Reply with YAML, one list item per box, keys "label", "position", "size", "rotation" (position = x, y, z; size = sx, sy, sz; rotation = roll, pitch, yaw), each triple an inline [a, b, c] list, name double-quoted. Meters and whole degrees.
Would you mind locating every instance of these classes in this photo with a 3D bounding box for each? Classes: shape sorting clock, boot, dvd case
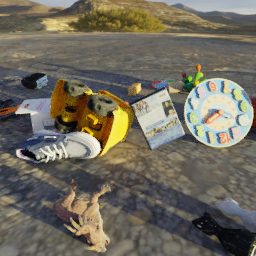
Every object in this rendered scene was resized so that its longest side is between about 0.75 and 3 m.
- label: "shape sorting clock"
  position: [2.947, -0.504, 9.074]
  size: [2.257, 2.257, 0.443]
  rotation: [-1, -1, -3]
- label: "boot"
  position: [-2.042, 0.668, 8.093]
  size: [2.385, 0.868, 1.078]
  rotation: [3, 29, 28]
- label: "dvd case"
  position: [0.901, -0.250, 8.563]
  size: [1.200, 1.682, 0.148]
  rotation: [-26, 20, 1]

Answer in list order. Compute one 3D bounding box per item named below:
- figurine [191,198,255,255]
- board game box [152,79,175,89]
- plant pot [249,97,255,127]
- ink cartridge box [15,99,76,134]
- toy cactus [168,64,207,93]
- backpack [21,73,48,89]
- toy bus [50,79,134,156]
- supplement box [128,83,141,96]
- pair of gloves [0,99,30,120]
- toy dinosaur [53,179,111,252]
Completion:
- label: "figurine"
  position: [2.146, 1.897, 5.557]
  size: [1.319, 0.568, 1.287]
  rotation: [-18, 25, -36]
- label: "board game box"
  position: [2.087, -2.430, 15.682]
  size: [1.233, 0.249, 0.943]
  rotation: [-16, 29, -33]
- label: "plant pot"
  position: [4.956, -0.568, 10.239]
  size: [1.411, 1.411, 1.372]
  rotation: [-17, 22, -34]
- label: "ink cartridge box"
  position: [-2.656, -0.473, 10.431]
  size: [2.576, 0.867, 1.509]
  rotation: [-1, 25, -4]
- label: "toy cactus"
  position: [3.143, -2.323, 14.540]
  size: [2.132, 1.321, 2.584]
  rotation: [-12, 33, -2]
- label: "backpack"
  position: [-5.030, -2.603, 15.426]
  size: [1.029, 0.970, 1.261]
  rotation: [9, 47, 24]
- label: "toy bus"
  position: [-0.942, -0.565, 9.262]
  size: [2.503, 1.699, 2.403]
  rotation: [34, 30, 22]
- label: "supplement box"
  position: [0.338, -2.020, 14.593]
  size: [0.380, 0.393, 1.143]
  rotation: [5, 27, 17]
- label: "pair of gloves"
  position: [-5.398, -0.765, 11.891]
  size: [2.229, 0.276, 1.986]
  rotation: [13, 28, 33]
- label: "toy dinosaur"
  position: [-1.065, 1.721, 5.732]
  size: [1.733, 0.744, 1.175]
  rotation: [7, 31, 28]
